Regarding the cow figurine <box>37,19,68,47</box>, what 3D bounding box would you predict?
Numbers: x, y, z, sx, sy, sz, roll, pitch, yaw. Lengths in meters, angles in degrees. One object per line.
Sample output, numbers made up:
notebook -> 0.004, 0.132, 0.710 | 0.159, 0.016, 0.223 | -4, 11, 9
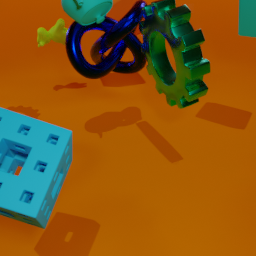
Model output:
cow figurine -> -2.168, -2.749, 8.482 | 1.086, 1.069, 0.596 | 29, 22, -31

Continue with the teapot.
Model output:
teapot -> -0.650, -2.106, 4.704 | 0.896, 0.706, 1.441 | -31, 3, 17

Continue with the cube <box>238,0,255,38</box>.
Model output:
cube -> 2.842, -2.464, 5.224 | 1.142, 1.142, 1.142 | 21, 62, 32

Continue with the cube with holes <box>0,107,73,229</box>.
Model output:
cube with holes -> -0.956, 0.369, 2.441 | 0.722, 0.722, 0.722 | 18, 62, -2

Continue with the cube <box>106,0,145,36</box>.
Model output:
cube -> -0.255, -3.573, 8.637 | 1.288, 1.288, 1.288 | -29, 47, 10

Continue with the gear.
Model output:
gear -> 0.730, -1.235, 4.817 | 0.335, 1.809, 1.809 | -22, 34, -12

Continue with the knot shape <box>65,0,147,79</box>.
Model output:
knot shape -> -0.219, -1.853, 5.818 | 1.930, 1.806, 0.892 | 3, 47, -52
